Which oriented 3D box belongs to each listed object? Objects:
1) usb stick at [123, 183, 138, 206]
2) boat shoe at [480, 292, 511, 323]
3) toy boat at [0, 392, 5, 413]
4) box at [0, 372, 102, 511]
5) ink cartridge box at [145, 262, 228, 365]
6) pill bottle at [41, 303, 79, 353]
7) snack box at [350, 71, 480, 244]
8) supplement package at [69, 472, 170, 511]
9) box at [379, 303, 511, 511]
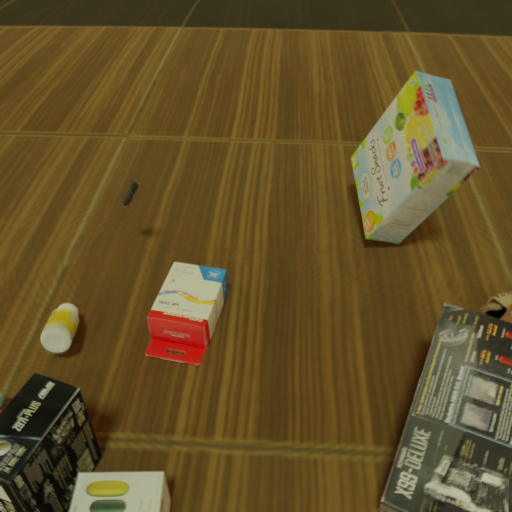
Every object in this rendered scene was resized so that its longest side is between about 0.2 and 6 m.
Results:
[{"bbox_3d":[-2.332,-1.141,10.369,0.116,0.712,0.197,33,61,-11],"label":"usb stick"},{"bbox_3d":[4.249,0.996,9.184,0.990,1.044,2.758,33,49,17],"label":"boat shoe"},{"bbox_3d":[-3.338,2.177,8.069,1.281,1.076,0.595,-14,77,15],"label":"toy boat"},{"bbox_3d":[-2.723,2.548,7.047,0.707,1.642,1.344,14,43,16],"label":"box"},{"bbox_3d":[-1.194,0.953,9.644,1.020,0.590,1.755,8,43,9],"label":"ink cartridge box"},{"bbox_3d":[-3.204,1.157,9.242,0.482,0.482,0.866,-3,26,-3],"label":"pill bottle"},{"bbox_3d":[2.867,-1.781,10.677,0.858,2.536,2.139,7,57,-18],"label":"snack box"},{"bbox_3d":[-1.670,3.231,6.909,1.070,0.806,0.812,0,42,0],"label":"supplement package"},{"bbox_3d":[3.208,2.346,7.337,2.369,0.748,3.004,17,61,19],"label":"box"}]
